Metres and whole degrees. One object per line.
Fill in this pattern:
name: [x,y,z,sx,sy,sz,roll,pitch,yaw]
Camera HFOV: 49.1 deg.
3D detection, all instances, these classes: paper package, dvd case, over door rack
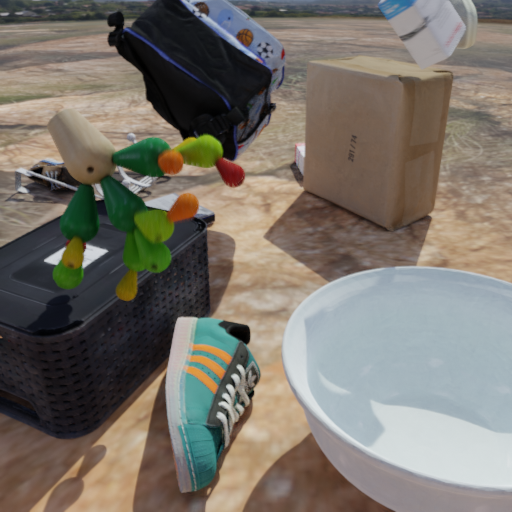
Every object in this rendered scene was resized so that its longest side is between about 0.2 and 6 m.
paper package: [2.345,-2.435,11.547,1.512,2.924,2.787,-19,33,-31]
dvd case: [-2.024,-0.719,11.180,1.958,0.242,1.471,-22,35,-35]
over door rack: [-3.725,-2.112,12.950,3.024,1.007,2.234,9,29,16]

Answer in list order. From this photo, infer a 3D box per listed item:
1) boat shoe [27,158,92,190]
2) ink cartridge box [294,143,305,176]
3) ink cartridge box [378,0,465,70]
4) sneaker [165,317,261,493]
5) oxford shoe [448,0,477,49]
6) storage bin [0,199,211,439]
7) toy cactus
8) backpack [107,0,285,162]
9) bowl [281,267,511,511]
boat shoe: [-4.500,-1.776,12.766,1.914,0.692,0.693,10,34,37]
ink cartridge box: [1.498,-2.364,13.906,0.869,0.503,1.491,-3,27,-5]
ink cartridge box: [2.076,-2.983,6.976,0.435,1.013,0.742,-12,37,52]
sneaker: [-0.449,1.496,6.427,1.038,0.927,2.598,-4,29,-2]
oxford shoe: [3.039,-4.009,9.379,0.649,0.844,2.246,-10,39,-4]
storage bin: [-2.235,0.578,7.524,2.173,1.507,3.214,13,31,23]
toy cactus: [-1.415,-0.713,5.944,1.953,2.367,1.210,54,25,5]
backpack: [-0.868,-3.135,10.208,2.958,2.817,2.279,44,75,10]
bowl: [1.895,1.525,5.781,3.312,1.489,3.312,0,29,0]
